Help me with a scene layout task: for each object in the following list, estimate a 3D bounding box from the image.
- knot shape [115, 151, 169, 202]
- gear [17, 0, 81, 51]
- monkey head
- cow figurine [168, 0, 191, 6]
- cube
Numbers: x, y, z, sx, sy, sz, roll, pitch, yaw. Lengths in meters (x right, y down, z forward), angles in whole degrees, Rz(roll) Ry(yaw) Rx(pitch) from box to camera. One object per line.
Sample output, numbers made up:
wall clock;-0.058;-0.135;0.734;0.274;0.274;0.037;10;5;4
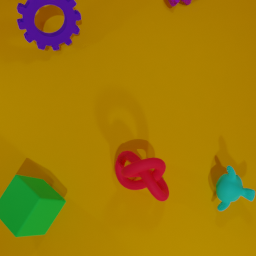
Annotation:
knot shape;0.401;1.219;7.557;1.796;1.681;0.830;27;66;12
gear;-2.279;-3.162;8.161;1.771;1.771;0.328;-27;47;-6
monkey head;2.922;1.714;7.726;0.776;0.927;1.288;9;95;-35
cow figurine;1.862;-4.426;9.141;1.120;1.102;0.615;-27;85;30
cube;-2.584;2.055;7.431;1.115;1.115;1.115;32;88;29
